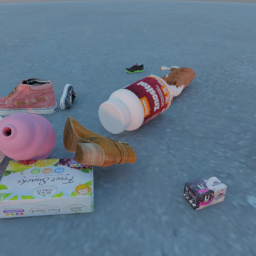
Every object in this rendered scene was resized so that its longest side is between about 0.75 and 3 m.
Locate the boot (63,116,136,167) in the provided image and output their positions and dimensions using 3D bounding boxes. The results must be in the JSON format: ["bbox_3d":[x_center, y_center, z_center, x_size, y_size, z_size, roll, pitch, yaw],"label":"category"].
[{"bbox_3d":[-0.784,0.335,7.364,1.544,0.763,1.988,5,20,-33],"label":"boot"}]

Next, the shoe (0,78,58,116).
[{"bbox_3d":[-3.952,-1.184,10.234,2.630,1.196,0.940,0,30,0],"label":"shoe"}]

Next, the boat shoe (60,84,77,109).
[{"bbox_3d":[-2.266,-1.257,11.024,0.524,0.554,1.545,0,33,0],"label":"boat shoe"}]

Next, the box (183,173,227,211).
[{"bbox_3d":[1.762,1.456,6.430,0.812,0.466,0.537,-13,33,-21],"label":"box"}]

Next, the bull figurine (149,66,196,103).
[{"bbox_3d":[1.795,-1.937,11.839,1.662,0.892,2.738,20,36,31],"label":"bull figurine"}]

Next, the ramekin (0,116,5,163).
[{"bbox_3d":[-4.295,0.465,7.545,2.025,1.063,2.025,-1,30,0],"label":"ramekin"}]

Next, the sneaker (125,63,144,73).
[{"bbox_3d":[0.328,-3.057,14.217,1.034,0.433,0.397,-11,32,-18],"label":"sneaker"}]

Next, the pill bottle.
[{"bbox_3d":[0.256,-0.768,9.326,1.396,1.396,2.471,22,38,33],"label":"pill bottle"}]

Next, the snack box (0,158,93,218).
[{"bbox_3d":[-1.853,1.336,6.547,2.055,0.544,1.461,-3,31,-6],"label":"snack box"}]

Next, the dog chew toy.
[{"bbox_3d":[-2.630,0.226,7.042,1.358,1.358,2.181,-1,-7,-2],"label":"dog chew toy"}]
